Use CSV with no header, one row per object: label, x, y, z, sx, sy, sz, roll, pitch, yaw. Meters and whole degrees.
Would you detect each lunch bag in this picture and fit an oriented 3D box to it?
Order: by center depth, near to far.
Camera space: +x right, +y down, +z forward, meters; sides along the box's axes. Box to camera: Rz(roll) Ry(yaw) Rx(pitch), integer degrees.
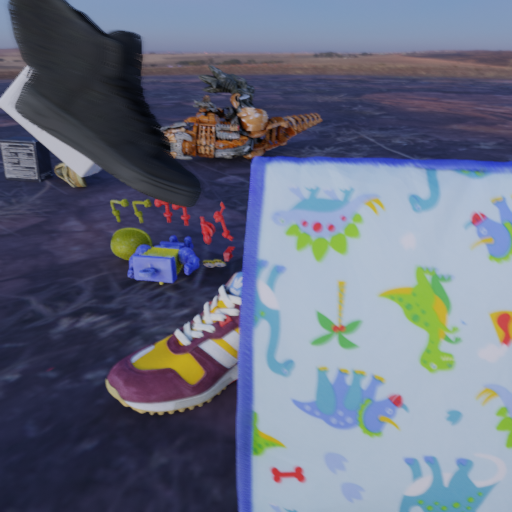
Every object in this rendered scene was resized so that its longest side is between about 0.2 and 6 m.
lunch bag,1.104,0.636,4.239,2.360,2.776,1.769,3,23,10

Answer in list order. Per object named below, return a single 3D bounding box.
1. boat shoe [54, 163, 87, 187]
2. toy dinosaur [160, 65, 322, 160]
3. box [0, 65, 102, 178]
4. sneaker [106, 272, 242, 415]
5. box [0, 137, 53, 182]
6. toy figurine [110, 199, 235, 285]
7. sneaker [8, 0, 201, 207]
boat shoe,-4.532,-1.995,13.615,0.557,0.646,1.770,-19,26,-19
toy dinosaur,-0.502,-3.702,16.616,4.805,2.455,3.261,9,32,-29
box,-2.776,-1.942,8.171,1.505,0.734,0.936,42,9,-10
sneaker,-0.361,0.759,6.048,2.620,1.181,0.982,-14,26,-30
box,-5.797,-2.456,14.155,1.031,1.022,0.635,6,23,13
toy figurine,-1.555,-0.118,8.416,2.174,1.147,1.303,6,28,17
sneaker,-1.473,-1.675,5.716,2.586,1.349,0.777,31,13,2
